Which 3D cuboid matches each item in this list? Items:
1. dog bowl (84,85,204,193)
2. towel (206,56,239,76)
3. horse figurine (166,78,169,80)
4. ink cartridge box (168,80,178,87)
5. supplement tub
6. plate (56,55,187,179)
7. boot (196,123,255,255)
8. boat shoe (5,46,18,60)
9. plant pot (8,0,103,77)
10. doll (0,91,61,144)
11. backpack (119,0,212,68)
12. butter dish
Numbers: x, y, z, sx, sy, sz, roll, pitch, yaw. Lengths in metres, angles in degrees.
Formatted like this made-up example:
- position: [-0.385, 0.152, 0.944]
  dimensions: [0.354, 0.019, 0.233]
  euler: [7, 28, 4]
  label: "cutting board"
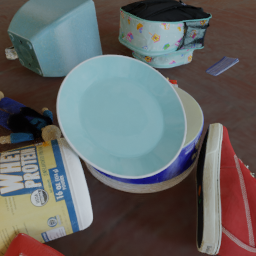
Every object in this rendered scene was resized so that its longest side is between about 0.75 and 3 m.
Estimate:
- position: [0.294, 0.043, 6.820]
  dimensions: [2.927, 1.153, 2.927]
  euler: [0, 41, 0]
  label: "dog bowl"
- position: [2.742, -1.841, 8.269]
  dimensions: [0.774, 0.128, 1.069]
  euler: [-35, 13, 10]
  label: "towel"
- position: [0.373, -1.257, 8.642]
  dimensions: [2.097, 0.523, 1.390]
  euler: [15, 62, 5]
  label: "horse figurine"
- position: [1.308, -1.432, 9.195]
  dimensions: [0.619, 0.183, 0.774]
  euler: [5, 44, 6]
  label: "ink cartridge box"
- position: [-1.994, 1.264, 4.996]
  dimensions: [2.422, 1.752, 1.752]
  euler: [-14, 44, -16]
  label: "supplement tub"
- position: [-0.075, -0.268, 5.407]
  dimensions: [2.584, 0.330, 2.584]
  euler: [8, 65, -18]
  label: "plate"
- position: [2.504, 1.189, 5.682]
  dimensions: [2.098, 1.053, 2.908]
  euler: [6, 50, 6]
  label: "boot"
- position: [-4.226, -3.132, 10.901]
  dimensions: [0.503, 0.437, 1.364]
  euler: [18, 45, 19]
  label: "boat shoe"
- position: [-2.587, -3.057, 9.567]
  dimensions: [2.292, 2.285, 2.334]
  euler: [29, 56, 28]
  label: "plant pot"
- position: [-2.823, -0.166, 7.484]
  dimensions: [2.393, 0.580, 1.632]
  euler: [24, 46, 16]
  label: "doll"
- position: [1.065, -3.356, 9.817]
  dimensions: [2.797, 2.144, 2.459]
  euler: [-12, 41, -34]
  label: "backpack"
- position: [-1.314, 2.422, 4.371]
  dimensions: [1.327, 0.981, 1.323]
  euler: [28, 89, 12]
  label: "butter dish"
